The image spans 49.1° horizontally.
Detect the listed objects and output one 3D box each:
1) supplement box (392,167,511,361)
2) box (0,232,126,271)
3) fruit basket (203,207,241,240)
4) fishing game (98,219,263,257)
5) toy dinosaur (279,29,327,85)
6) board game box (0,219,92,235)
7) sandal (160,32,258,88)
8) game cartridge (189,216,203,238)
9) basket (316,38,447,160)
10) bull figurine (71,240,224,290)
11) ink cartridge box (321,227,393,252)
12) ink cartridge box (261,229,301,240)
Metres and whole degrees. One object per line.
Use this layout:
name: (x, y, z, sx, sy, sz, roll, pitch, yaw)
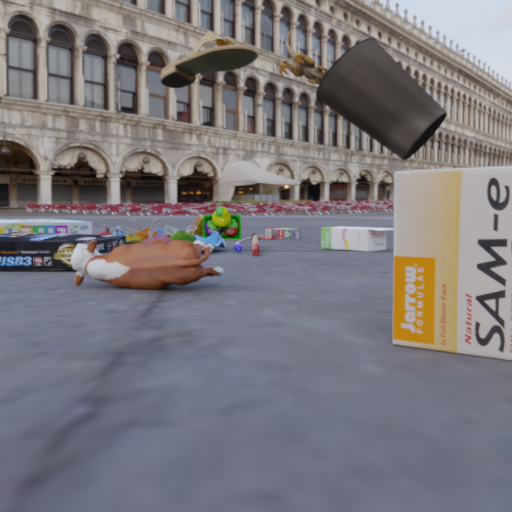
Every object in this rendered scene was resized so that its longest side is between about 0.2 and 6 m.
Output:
supplement box: (1.510, 0.032, 2.813, 1.544, 0.973, 0.568, 2, 7, 32)
box: (-2.736, -0.072, 7.316, 1.689, 0.423, 1.702, -1, 5, 2)
fruit basket: (-0.782, -0.714, 12.863, 0.958, 0.691, 0.958, -1, -10, 0)
fishing game: (-1.922, -0.363, 9.613, 4.097, 0.637, 2.934, 0, 8, 1)
toy dinosaur: (0.979, -4.100, 12.022, 2.212, 0.668, 1.175, 49, 33, 20)
board game box: (-4.802, -0.500, 11.702, 1.889, 0.481, 2.810, -3, 6, -34)
sandal: (-1.025, -4.113, 11.266, 2.341, 0.770, 0.858, -8, -12, 35)
game cartridge: (-1.226, -0.689, 13.467, 0.719, 0.634, 0.117, -6, 46, -51)
basket: (2.472, -2.925, 10.695, 1.841, 2.042, 1.389, -36, -15, -38)
bull figurine: (-1.023, 0.069, 5.280, 1.437, 0.468, 0.872, 2, 6, 25)
ink cartridge box: (1.815, -0.298, 9.841, 1.188, 0.400, 0.696, 4, 7, 41)
ink cartridge box: (0.508, -0.521, 13.242, 0.998, 0.251, 0.544, -2, 5, -33)
